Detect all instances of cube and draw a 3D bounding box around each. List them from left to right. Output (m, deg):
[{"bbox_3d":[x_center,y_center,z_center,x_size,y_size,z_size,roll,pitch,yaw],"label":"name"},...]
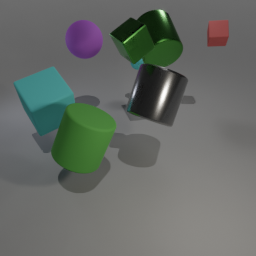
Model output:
[{"bbox_3d":[-2.661,-0.871,9.206,1.400,1.400,1.400,-28,62,-21],"label":"cube"},{"bbox_3d":[0.108,-2.137,6.868,0.700,0.700,0.700,-39,47,-4],"label":"cube"},{"bbox_3d":[3.399,-3.581,10.627,0.700,0.700,0.700,1,-12,10],"label":"cube"}]

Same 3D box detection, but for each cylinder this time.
[{"bbox_3d":[-1.198,0.258,7.547,1.400,1.400,1.400,21,23,-9],"label":"cylinder"},{"bbox_3d":[0.790,-0.902,7.809,1.400,1.400,1.400,18,5,-2],"label":"cylinder"},{"bbox_3d":[1.000,-3.006,9.563,1.400,1.400,1.400,-9,64,-14],"label":"cylinder"}]

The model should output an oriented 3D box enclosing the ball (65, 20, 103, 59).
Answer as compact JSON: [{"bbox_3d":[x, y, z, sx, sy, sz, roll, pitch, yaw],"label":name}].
[{"bbox_3d":[-1.653,-3.334,10.581,1.400,1.400,1.400,0,32,0],"label":"ball"}]

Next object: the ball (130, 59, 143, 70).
[{"bbox_3d":[0.454,-2.937,12.433,0.700,0.700,0.700,0,32,0],"label":"ball"}]
